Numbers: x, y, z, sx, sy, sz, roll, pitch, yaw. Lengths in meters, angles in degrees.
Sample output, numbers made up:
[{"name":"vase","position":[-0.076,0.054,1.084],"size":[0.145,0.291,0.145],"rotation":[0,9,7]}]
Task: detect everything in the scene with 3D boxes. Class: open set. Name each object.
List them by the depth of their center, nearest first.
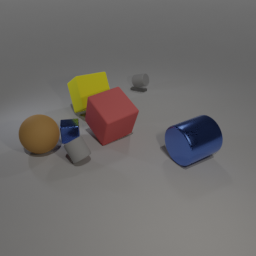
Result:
[{"name":"cylinder","position":[-1.707,0.724,9.463],"size":[0.700,0.700,0.700],"rotation":[-29,4,2]},{"name":"cylinder","position":[2.206,0.402,9.511],"size":[1.400,1.400,1.400],"rotation":[-19,34,-25]},{"name":"ball","position":[-3.153,0.213,9.987],"size":[1.400,1.400,1.400],"rotation":[0,29,0]},{"name":"cube","position":[-0.653,-0.462,10.649],"size":[1.400,1.400,1.400],"rotation":[-24,62,-28]},{"name":"cube","position":[-2.245,0.110,10.885],"size":[0.700,0.700,0.700],"rotation":[-5,29,-9]},{"name":"cube","position":[-1.703,-1.569,12.459],"size":[1.400,1.400,1.400],"rotation":[-16,3,-27]},{"name":"cylinder","position":[0.683,-2.580,15.194],"size":[0.700,0.700,0.700],"rotation":[0,24,36]}]
